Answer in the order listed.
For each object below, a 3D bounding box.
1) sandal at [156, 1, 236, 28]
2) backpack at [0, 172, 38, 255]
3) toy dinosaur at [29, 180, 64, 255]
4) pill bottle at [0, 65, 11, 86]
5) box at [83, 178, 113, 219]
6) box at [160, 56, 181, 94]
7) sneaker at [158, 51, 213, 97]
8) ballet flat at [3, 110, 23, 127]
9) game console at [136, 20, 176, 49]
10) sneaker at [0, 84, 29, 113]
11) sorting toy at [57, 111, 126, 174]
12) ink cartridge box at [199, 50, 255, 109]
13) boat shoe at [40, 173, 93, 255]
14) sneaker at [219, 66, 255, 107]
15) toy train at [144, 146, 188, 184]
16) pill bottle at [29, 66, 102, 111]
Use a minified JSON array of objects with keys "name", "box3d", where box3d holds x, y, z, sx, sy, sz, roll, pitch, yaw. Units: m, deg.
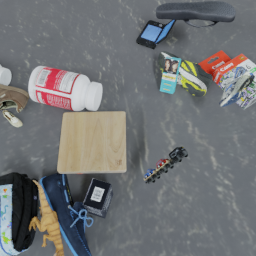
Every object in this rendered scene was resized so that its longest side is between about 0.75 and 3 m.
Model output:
[{"name":"sandal","box3d":[2.262,-3.798,9.418,2.786,0.596,1.059,20,52,34]},{"name":"backpack","box3d":[-3.149,2.412,7.623,1.519,1.611,1.975,-20,69,-1]},{"name":"toy dinosaur","box3d":[-2.010,2.220,7.054,0.701,1.233,2.321,-23,101,-42]},{"name":"pill bottle","box3d":[-5.223,-2.040,10.295,1.664,0.934,0.934,16,63,7]},{"name":"box","box3d":[-0.821,2.026,7.979,0.565,1.082,0.801,15,61,8]},{"name":"box","box3d":[1.515,-1.888,10.032,0.512,1.245,0.306,15,30,16]},{"name":"sneaker","box3d":[2.132,-2.121,10.485,2.308,0.860,0.977,44,63,11]},{"name":"ballet flat","box3d":[-4.042,-0.323,9.728,0.871,0.272,0.294,32,65,16]},{"name":"game console","box3d":[1.181,-4.036,11.430,1.285,0.850,1.461,23,63,12]},{"name":"sneaker","box3d":[-4.642,-1.093,9.880,2.159,0.760,0.815,9,65,5]},{"name":"sorting toy","box3d":[-1.084,0.532,9.004,2.043,0.715,2.055,-1,61,0]},{"name":"ink cartridge box","box3d":[3.987,-2.033,10.441,1.383,0.639,2.539,-32,67,-16]},{"name":"boat shoe","box3d":[-1.602,2.328,7.824,0.926,1.135,2.696,-25,67,-18]},{"name":"sneaker","box3d":[3.095,-1.212,8.231,0.557,1.445,0.615,-12,59,-29]},{"name":"toy train","box3d":[0.910,0.969,7.203,0.272,1.597,0.366,-5,57,-47]},{"name":"pill bottle","box3d":[-2.110,-1.305,9.684,2.284,1.282,1.282,14,62,7]}]
